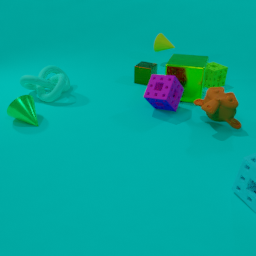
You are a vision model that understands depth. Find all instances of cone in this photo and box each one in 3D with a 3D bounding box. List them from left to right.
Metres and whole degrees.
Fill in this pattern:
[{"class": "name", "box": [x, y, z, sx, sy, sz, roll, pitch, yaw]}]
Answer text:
[{"class": "cone", "box": [-3.156, -0.384, 8.955, 0.978, 0.974, 0.974, 46, 48, 15]}, {"class": "cone", "box": [1.852, -3.961, 13.383, 0.911, 0.908, 0.908, 25, 39, 25]}]

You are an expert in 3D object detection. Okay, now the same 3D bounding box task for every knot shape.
[{"class": "knot shape", "box": [-2.966, -1.778, 10.761, 1.916, 0.885, 1.793, 16, 34, 21]}]

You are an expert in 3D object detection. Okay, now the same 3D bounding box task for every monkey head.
[{"class": "monkey head", "box": [2.676, -0.576, 8.535, 1.229, 1.029, 1.708, -36, 57, -27]}]

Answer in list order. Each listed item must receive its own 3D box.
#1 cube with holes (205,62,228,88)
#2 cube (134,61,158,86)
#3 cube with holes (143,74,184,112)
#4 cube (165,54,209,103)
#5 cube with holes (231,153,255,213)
[{"class": "cube with holes", "box": [3.464, -2.161, 11.504, 0.793, 0.793, 0.793, -18, 36, -27]}, {"class": "cube", "box": [0.743, -2.295, 11.764, 0.752, 0.752, 0.752, 15, 35, 22]}, {"class": "cube with holes", "box": [1.205, -1.172, 9.364, 0.869, 0.869, 0.869, 12, 74, 36]}, {"class": "cube", "box": [2.181, -1.879, 10.466, 1.369, 1.369, 1.369, 9, 33, 17]}, {"class": "cube with holes", "box": [3.010, 1.143, 5.925, 0.965, 0.965, 0.965, -15, 40, -23]}]
